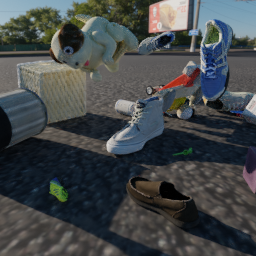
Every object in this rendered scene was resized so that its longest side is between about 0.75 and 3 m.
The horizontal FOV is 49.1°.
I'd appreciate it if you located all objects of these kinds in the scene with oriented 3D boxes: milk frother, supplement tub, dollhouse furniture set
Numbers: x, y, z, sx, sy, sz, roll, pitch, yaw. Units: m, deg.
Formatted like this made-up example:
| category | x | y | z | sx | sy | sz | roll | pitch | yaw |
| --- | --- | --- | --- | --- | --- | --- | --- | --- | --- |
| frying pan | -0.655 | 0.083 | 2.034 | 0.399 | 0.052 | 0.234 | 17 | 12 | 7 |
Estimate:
| category | x | y | z | sx | sy | sz | roll | pitch | yaw |
| --- | --- | --- | --- | --- | --- | --- | --- | --- | --- |
| milk frother | -4.359 | -0.750 | 8.274 | 2.647 | 2.933 | 2.759 | 4 | 18 | 20 |
| supplement tub | -0.054 | -0.885 | 12.310 | 0.928 | 0.612 | 0.612 | 18 | 26 | 41 |
| dollhouse furniture set | 3.771 | 0.358 | 5.584 | 1.858 | 2.618 | 2.075 | 6 | 17 | 4 |

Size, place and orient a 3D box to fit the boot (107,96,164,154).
| category | x | y | z | sx | sy | sz | roll | pitch | yaw |
| --- | --- | --- | --- | --- | --- | --- | --- | --- | --- |
| boot | 0.295 | -0.240 | 9.087 | 1.085 | 1.410 | 2.950 | 10 | 21 | 28 |

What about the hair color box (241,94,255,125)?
| category | x | y | z | sx | sy | sz | roll | pitch | yaw |
| --- | --- | --- | --- | --- | --- | --- | --- | --- | --- |
| hair color box | 5.387 | -0.509 | 10.346 | 0.614 | 1.003 | 2.026 | 38 | -3 | -33 |

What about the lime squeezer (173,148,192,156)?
| category | x | y | z | sx | sy | sz | roll | pitch | yaw |
| --- | --- | --- | --- | --- | --- | --- | --- | --- | --- |
| lime squeezer | 1.712 | 0.690 | 8.313 | 0.832 | 0.157 | 0.294 | -15 | 24 | -37 |

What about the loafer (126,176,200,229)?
| category | x | y | z | sx | sy | sz | roll | pitch | yaw |
| --- | --- | --- | --- | --- | --- | --- | --- | --- | --- |
| loafer | 0.685 | 1.310 | 5.658 | 0.656 | 0.641 | 1.798 | -17 | 25 | -41 |

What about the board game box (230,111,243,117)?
| category | x | y | z | sx | sy | sz | roll | pitch | yaw |
| --- | --- | --- | --- | --- | --- | --- | --- | --- | --- |
| board game box | 4.911 | -0.610 | 12.197 | 0.942 | 0.183 | 0.744 | -3 | 13 | -26 |

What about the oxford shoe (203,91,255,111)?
| category | x | y | z | sx | sy | sz | roll | pitch | yaw |
| --- | --- | --- | --- | --- | --- | --- | --- | --- | --- |
| oxford shoe | 4.823 | -1.119 | 12.750 | 2.952 | 1.110 | 0.852 | 12 | 57 | 9 |

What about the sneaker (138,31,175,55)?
| category | x | y | z | sx | sy | sz | roll | pitch | yaw |
| --- | --- | --- | --- | --- | --- | --- | --- | --- | --- |
| sneaker | 0.777 | -2.379 | 7.848 | 1.128 | 0.435 | 0.481 | -25 | 18 | 12 |

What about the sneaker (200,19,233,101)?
| category | x | y | z | sx | sy | sz | roll | pitch | yaw |
| --- | --- | --- | --- | --- | --- | --- | --- | --- | --- |
| sneaker | 2.328 | -1.898 | 7.815 | 0.866 | 2.286 | 0.881 | 1 | -6 | 41 |

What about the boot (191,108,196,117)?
| category | x | y | z | sx | sy | sz | roll | pitch | yaw |
| --- | --- | --- | --- | --- | --- | --- | --- | --- | --- |
| boot | 2.535 | -0.686 | 12.233 | 0.847 | 0.314 | 0.694 | 6 | 22 | 14 |

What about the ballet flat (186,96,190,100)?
| category | x | y | z | sx | sy | sz | roll | pitch | yaw |
| --- | --- | --- | --- | --- | --- | --- | --- | --- | --- |
| ballet flat | 2.697 | -1.909 | 15.061 | 2.521 | 0.875 | 0.875 | -4 | 19 | -12 |

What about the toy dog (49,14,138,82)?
| category | x | y | z | sx | sy | sz | roll | pitch | yaw |
| --- | --- | --- | --- | --- | --- | --- | --- | --- | --- |
| toy dog | -1.300 | -2.838 | 9.353 | 1.825 | 2.536 | 2.616 | -28 | 4 | 43 |

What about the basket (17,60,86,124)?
| category | x | y | z | sx | sy | sz | roll | pitch | yaw |
| --- | --- | --- | --- | --- | --- | --- | --- | --- | --- |
| basket | -3.118 | -1.514 | 11.728 | 2.281 | 2.302 | 1.851 | -18 | 31 | -42 |

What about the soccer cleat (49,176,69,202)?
| category | x | y | z | sx | sy | sz | roll | pitch | yaw |
| --- | --- | --- | --- | --- | --- | --- | --- | --- | --- |
| soccer cleat | -1.541 | 1.394 | 6.149 | 0.357 | 0.276 | 0.854 | -35 | 31 | -7 |

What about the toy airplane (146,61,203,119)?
| category | x | y | z | sx | sy | sz | roll | pitch | yaw |
| --- | --- | --- | --- | --- | --- | --- | --- | --- | --- |
| toy airplane | 2.233 | -1.372 | 11.577 | 2.840 | 2.004 | 2.827 | -21 | -8 | -1 |
